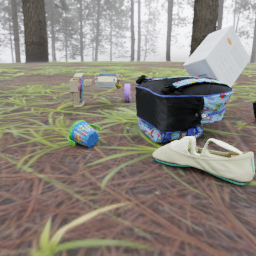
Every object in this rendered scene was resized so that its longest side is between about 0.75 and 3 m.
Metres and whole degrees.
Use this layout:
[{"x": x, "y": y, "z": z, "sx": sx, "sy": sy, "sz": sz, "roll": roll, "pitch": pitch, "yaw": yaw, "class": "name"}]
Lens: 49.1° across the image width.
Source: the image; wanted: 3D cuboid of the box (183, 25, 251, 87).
[{"x": 3.549, "y": -2.612, "z": 11.097, "sx": 2.210, "sy": 1.683, "sz": 1.175, "roll": -49, "pitch": 23, "yaw": -24, "class": "box"}]

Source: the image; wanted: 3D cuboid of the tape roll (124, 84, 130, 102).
[{"x": -0.031, "y": -1.899, "z": 15.148, "sx": 0.315, "sy": 0.959, "sz": 0.959, "roll": 1, "pitch": 17, "yaw": 2, "class": "tape roll"}]

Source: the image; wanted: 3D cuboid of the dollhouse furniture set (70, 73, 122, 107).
[{"x": -1.491, "y": -1.759, "z": 13.780, "sx": 2.348, "sy": 1.532, "sz": 2.217, "roll": 1, "pitch": 21, "yaw": -1, "class": "dollhouse furniture set"}]

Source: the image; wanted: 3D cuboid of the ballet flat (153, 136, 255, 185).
[{"x": 1.822, "y": 0.632, "z": 7.068, "sx": 2.660, "sy": 0.924, "sz": 0.924, "roll": 12, "pitch": 21, "yaw": 35, "class": "ballet flat"}]

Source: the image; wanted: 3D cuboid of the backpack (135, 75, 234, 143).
[{"x": 1.975, "y": -0.790, "z": 9.740, "sx": 2.967, "sy": 1.996, "sz": 2.709, "roll": -7, "pitch": 18, "yaw": -19, "class": "backpack"}]

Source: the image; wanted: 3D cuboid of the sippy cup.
[{"x": -1.326, "y": 0.227, "z": 8.747, "sx": 0.724, "sy": 0.988, "sz": 0.776, "roll": 26, "pitch": -12, "yaw": 34, "class": "sippy cup"}]

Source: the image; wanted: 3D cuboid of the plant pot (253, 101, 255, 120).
[{"x": 5.598, "y": -0.596, "z": 11.128, "sx": 0.943, "sy": 0.837, "sz": 0.941, "roll": -7, "pitch": 18, "yaw": -25, "class": "plant pot"}]
